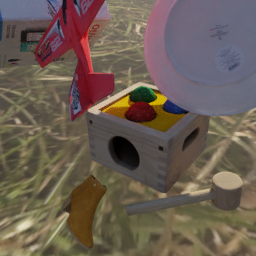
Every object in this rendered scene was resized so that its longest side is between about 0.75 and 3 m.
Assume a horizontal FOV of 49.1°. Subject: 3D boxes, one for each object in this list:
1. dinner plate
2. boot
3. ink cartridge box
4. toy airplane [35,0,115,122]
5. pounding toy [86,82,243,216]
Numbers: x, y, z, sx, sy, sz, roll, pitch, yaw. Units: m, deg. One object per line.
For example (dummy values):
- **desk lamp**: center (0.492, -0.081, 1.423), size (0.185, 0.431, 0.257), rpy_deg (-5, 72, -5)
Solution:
- **dinner plate**: center (1.352, -1.429, 4.194), size (2.498, 2.498, 0.303), rpy_deg (21, 9, 24)
- **boot**: center (-0.522, 1.083, 3.814), size (0.679, 0.334, 0.949), rpy_deg (-45, 41, -1)
- **ink cartridge box**: center (-2.253, -2.768, 6.294), size (2.852, 2.092, 2.082), rpy_deg (-13, 82, -28)
- **toy airplane**: center (-0.823, -1.454, 4.796), size (0.530, 2.884, 2.884), rpy_deg (6, 30, -38)
- **pounding toy**: center (0.600, 0.274, 4.544), size (2.617, 1.198, 2.299), rpy_deg (20, 36, 32)
